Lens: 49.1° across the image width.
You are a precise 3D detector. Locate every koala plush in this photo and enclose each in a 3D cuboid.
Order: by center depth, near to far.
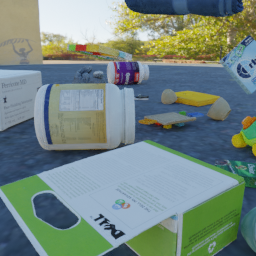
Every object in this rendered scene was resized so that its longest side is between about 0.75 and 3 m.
[{"bbox_3d":[-2.128,-2.674,16.553,1.888,1.674,1.735,9,31,27],"label":"koala plush"}]

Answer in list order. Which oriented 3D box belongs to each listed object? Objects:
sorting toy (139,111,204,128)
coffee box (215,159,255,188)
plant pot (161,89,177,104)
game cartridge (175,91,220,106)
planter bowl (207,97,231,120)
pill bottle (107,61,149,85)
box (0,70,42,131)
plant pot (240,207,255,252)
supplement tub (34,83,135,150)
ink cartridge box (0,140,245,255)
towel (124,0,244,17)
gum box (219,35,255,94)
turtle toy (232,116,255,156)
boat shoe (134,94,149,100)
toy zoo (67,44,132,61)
[{"bbox_3d":[1.515,-0.265,10.300,2.637,0.359,1.485,-9,14,-28],"label":"sorting toy"},{"bbox_3d":[2.539,0.989,6.099,1.278,0.281,0.786,6,17,19],"label":"coffee box"},{"bbox_3d":[2.029,-1.648,14.105,0.805,0.541,0.805,-14,35,10],"label":"plant pot"},{"bbox_3d":[3.396,-1.564,14.764,2.016,0.371,2.287,-13,23,-37],"label":"game cartridge"},{"bbox_3d":[3.629,-0.669,10.957,0.603,0.896,0.896,41,36,24],"label":"planter bowl"},{"bbox_3d":[-0.004,-4.140,21.062,2.989,1.681,1.681,-4,17,-13],"label":"pill bottle"},{"bbox_3d":[-5.204,-1.204,10.757,2.823,1.845,2.808,4,17,14],"label":"box"},{"bbox_3d":[1.935,1.444,3.951,0.768,0.768,0.515,-5,-10,-18],"label":"plant pot"},{"bbox_3d":[-1.101,-0.309,7.746,2.526,1.824,1.824,-1,16,-3],"label":"supplement tub"},{"bbox_3d":[-0.081,1.201,4.012,2.833,1.073,2.094,-14,22,-36],"label":"ink cartridge box"},{"bbox_3d":[1.379,-3.140,6.977,2.753,0.668,1.537,14,24,25],"label":"towel"},{"bbox_3d":[2.962,-1.539,6.865,0.932,1.097,0.244,-43,3,-2],"label":"gum box"},{"bbox_3d":[3.946,0.159,7.571,1.499,1.040,2.057,-7,18,-21],"label":"turtle toy"},{"bbox_3d":[0.688,-1.690,15.193,0.877,0.299,0.324,3,17,12],"label":"boat shoe"},{"bbox_3d":[-1.034,-2.990,11.109,1.676,0.261,2.555,3,11,-44],"label":"toy zoo"}]
